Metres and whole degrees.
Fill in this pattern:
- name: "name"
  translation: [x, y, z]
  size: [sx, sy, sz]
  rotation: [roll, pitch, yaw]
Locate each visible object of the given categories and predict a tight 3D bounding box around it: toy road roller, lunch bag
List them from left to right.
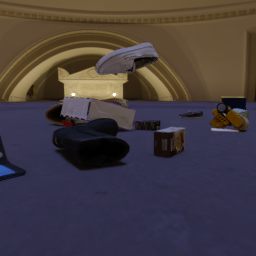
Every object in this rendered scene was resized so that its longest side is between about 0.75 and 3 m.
- name: "toy road roller"
  translation: [3.480, -0.243, 9.831]
  size: [0.768, 0.913, 1.250]
  rotation: [6, 36, -53]
- name: "lunch bag"
  translation: [4.638, -0.520, 12.261]
  size: [0.967, 0.590, 0.824]
  rotation: [-9, 14, -15]

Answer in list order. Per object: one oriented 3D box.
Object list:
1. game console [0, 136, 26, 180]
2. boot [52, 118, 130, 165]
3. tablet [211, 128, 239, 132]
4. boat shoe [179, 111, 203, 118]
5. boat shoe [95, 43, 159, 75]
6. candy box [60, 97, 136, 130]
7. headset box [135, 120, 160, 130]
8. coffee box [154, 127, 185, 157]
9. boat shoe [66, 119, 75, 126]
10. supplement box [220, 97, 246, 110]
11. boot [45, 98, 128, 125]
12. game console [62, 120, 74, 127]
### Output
- name: "game console"
  translation: [-2.292, 0.440, 4.271]
  size: [0.659, 0.951, 1.114]
  rotation: [-29, -13, 38]
- name: "boot"
  translation: [-0.543, 0.210, 5.769]
  size: [1.652, 0.658, 2.004]
  rotation: [-16, 9, -27]
- name: "tablet"
  translation: [3.313, 0.066, 9.611]
  size: [0.876, 0.060, 0.570]
  rotation: [2, 7, 14]
- name: "boat shoe"
  translation: [3.290, -0.725, 14.660]
  size: [1.267, 0.397, 0.460]
  rotation: [2, 7, 13]
- name: "boat shoe"
  translation: [0.003, -2.726, 11.813]
  size: [2.769, 0.910, 0.996]
  rotation: [-21, -27, -19]
- name: "candy box"
  translation: [-1.107, -0.529, 9.929]
  size: [1.804, 0.769, 2.151]
  rotation: [13, -2, -36]
- name: "headset box"
  translation: [0.673, -0.115, 10.021]
  size: [0.825, 0.310, 0.614]
  rotation: [3, 8, 26]
- name: "coffee box"
  translation: [0.900, 0.282, 5.963]
  size: [0.361, 0.511, 0.903]
  rotation: [4, 9, 31]
- name: "boat shoe"
  translation: [-2.143, -0.124, 10.110]
  size: [0.371, 0.372, 1.032]
  rotation: [-12, 7, -4]
- name: "supplement box"
  translation: [5.167, -0.994, 13.910]
  size: [1.111, 1.104, 2.029]
  rotation: [2, 7, 17]
- name: "boot"
  translation: [-1.677, -0.662, 11.552]
  size: [2.884, 1.039, 2.230]
  rotation: [-3, 4, 28]
- name: "game console"
  translation: [-1.510, 0.008, 8.323]
  size: [0.702, 0.483, 0.814]
  rotation: [-5, 9, -33]
